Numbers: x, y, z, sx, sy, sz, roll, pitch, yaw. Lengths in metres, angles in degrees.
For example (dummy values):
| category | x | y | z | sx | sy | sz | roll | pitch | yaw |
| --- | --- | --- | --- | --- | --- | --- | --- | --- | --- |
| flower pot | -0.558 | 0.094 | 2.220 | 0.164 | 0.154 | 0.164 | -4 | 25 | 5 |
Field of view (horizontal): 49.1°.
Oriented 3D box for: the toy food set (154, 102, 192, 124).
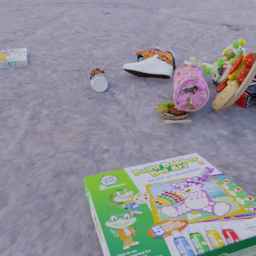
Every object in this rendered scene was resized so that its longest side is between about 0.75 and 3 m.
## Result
| category | x | y | z | sx | sy | sz | roll | pitch | yaw |
| --- | --- | --- | --- | --- | --- | --- | --- | --- | --- |
| toy food set | 1.409 | -0.556 | 8.835 | 1.012 | 0.294 | 1.466 | -3 | 24 | -8 |

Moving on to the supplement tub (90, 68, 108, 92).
| category | x | y | z | sx | sy | sz | roll | pitch | yaw |
| --- | --- | --- | --- | --- | --- | --- | --- | --- | --- |
| supplement tub | -1.124 | -1.871 | 10.719 | 0.651 | 0.651 | 1.063 | -6 | 34 | -9 |

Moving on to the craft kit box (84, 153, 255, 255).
| category | x | y | z | sx | sy | sz | roll | pitch | yaw |
| --- | --- | --- | --- | --- | --- | --- | --- | --- | --- |
| craft kit box | 0.768 | 1.510 | 5.208 | 2.767 | 0.671 | 2.733 | -10 | 20 | -15 |

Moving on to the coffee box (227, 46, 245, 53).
| category | x | y | z | sx | sy | sz | roll | pitch | yaw |
| --- | --- | --- | --- | --- | --- | --- | --- | --- | --- |
| coffee box | 4.723 | -3.113 | 12.474 | 0.776 | 0.768 | 0.777 | 12 | 35 | 17 |

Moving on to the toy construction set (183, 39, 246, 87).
| category | x | y | z | sx | sy | sz | roll | pitch | yaw |
| --- | --- | --- | --- | --- | --- | --- | --- | --- | --- |
| toy construction set | 3.706 | -2.509 | 11.045 | 2.920 | 1.345 | 1.915 | -16 | 61 | -9 |

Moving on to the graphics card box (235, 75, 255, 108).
| category | x | y | z | sx | sy | sz | roll | pitch | yaw |
| --- | --- | --- | --- | --- | --- | --- | --- | --- | --- |
| graphics card box | 4.561 | -1.386 | 10.100 | 2.065 | 0.525 | 1.296 | -14 | 36 | -18 |

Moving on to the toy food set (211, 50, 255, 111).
| category | x | y | z | sx | sy | sz | roll | pitch | yaw |
| --- | --- | --- | --- | --- | --- | --- | --- | --- | --- |
| toy food set | 3.326 | -1.503 | 8.818 | 0.519 | 2.133 | 2.111 | 30 | 18 | 1 |

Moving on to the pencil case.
| category | x | y | z | sx | sy | sz | roll | pitch | yaw |
| --- | --- | --- | --- | --- | --- | --- | --- | --- | --- |
| pencil case | 2.043 | -1.397 | 9.262 | 1.078 | 1.127 | 2.604 | 3 | 24 | 9 |

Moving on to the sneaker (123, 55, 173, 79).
| category | x | y | z | sx | sy | sz | roll | pitch | yaw |
| --- | --- | --- | --- | --- | --- | --- | --- | --- | --- |
| sneaker | 0.819 | -2.518 | 11.299 | 2.034 | 0.861 | 0.740 | 10 | -7 | 15 |

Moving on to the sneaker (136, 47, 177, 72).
| category | x | y | z | sx | sy | sz | roll | pitch | yaw |
| --- | --- | --- | --- | --- | --- | --- | --- | --- | --- |
| sneaker | 1.117 | -2.891 | 12.192 | 1.341 | 0.928 | 2.394 | -15 | 26 | -15 |

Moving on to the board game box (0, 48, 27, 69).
| category | x | y | z | sx | sy | sz | roll | pitch | yaw |
| --- | --- | --- | --- | --- | --- | --- | --- | --- | --- |
| board game box | -5.375 | -3.311 | 13.192 | 1.178 | 0.300 | 1.752 | -10 | 35 | -14 |
